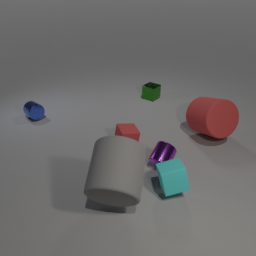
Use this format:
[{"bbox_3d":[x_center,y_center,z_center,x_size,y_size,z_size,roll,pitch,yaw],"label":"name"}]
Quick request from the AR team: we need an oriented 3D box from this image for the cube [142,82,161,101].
[{"bbox_3d":[1.184,-1.848,14.188,0.700,0.700,0.700,21,35,31],"label":"cube"}]

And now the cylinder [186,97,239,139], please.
[{"bbox_3d":[3.116,-0.425,10.459,1.400,1.400,1.400,-10,13,-18],"label":"cylinder"}]

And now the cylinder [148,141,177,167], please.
[{"bbox_3d":[1.112,0.891,9.002,0.700,0.700,0.700,18,64,29],"label":"cylinder"}]

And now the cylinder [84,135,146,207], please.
[{"bbox_3d":[-0.300,1.122,7.154,1.400,1.400,1.400,5,59,8],"label":"cylinder"}]

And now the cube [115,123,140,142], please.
[{"bbox_3d":[-0.043,0.298,10.170,0.700,0.700,0.700,-2,32,-22],"label":"cube"}]

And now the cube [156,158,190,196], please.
[{"bbox_3d":[1.237,1.356,7.810,0.700,0.700,0.700,-15,19,-1],"label":"cube"}]

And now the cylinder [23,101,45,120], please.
[{"bbox_3d":[-4.090,-0.766,12.180,0.700,0.700,0.700,-22,30,-34],"label":"cylinder"}]
